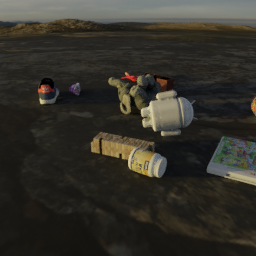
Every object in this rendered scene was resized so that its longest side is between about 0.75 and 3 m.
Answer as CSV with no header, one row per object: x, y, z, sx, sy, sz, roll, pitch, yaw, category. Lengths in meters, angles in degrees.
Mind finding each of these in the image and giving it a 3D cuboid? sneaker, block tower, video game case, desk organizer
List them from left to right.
-4.293,-2.242,15.180,1.032,1.164,2.754,-6,25,-13,sneaker
-3.056,-2.169,15.870,0.606,0.551,1.371,-7,20,0,sneaker
-0.199,0.657,9.519,2.132,0.576,0.616,9,27,20,block tower
1.629,-2.652,16.489,2.128,0.819,0.763,21,32,38,desk organizer
3.930,1.039,9.044,2.192,0.266,2.408,13,27,25,video game case

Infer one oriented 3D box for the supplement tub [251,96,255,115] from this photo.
6.006,-0.691,11.768,1.180,1.180,2.207,4,24,8,supplement tub

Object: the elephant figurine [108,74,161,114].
0.274,-1.496,13.207,1.770,1.941,2.502,24,-22,-36,elephant figurine

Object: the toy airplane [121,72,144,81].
0.215,-3.353,18.613,1.853,0.341,1.853,1,24,0,toy airplane

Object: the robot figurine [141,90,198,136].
1.443,-0.482,9.848,1.925,1.632,1.087,-9,21,4,robot figurine

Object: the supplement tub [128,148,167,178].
0.593,1.054,8.461,1.001,0.723,0.723,15,28,29,supplement tub
